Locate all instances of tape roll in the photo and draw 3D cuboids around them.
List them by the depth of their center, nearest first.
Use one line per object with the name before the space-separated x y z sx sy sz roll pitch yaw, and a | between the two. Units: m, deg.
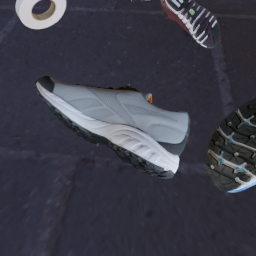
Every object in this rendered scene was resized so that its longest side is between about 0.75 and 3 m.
tape roll | -2.730 -3.833 8.875 1.593 1.593 0.291 -27 72 -23

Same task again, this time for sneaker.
sneaker | 2.435 0.015 4.249 2.787 1.254 1.092 -44 38 1
sneaker | -0.326 -0.256 4.755 2.928 1.082 1.161 26 75 21
sneaker | 1.623 -2.988 7.634 0.746 1.971 1.139 -48 23 2

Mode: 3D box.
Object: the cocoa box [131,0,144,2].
cocoa box | 0.326 -4.376 8.415 0.584 0.890 0.594 -9 56 -2
